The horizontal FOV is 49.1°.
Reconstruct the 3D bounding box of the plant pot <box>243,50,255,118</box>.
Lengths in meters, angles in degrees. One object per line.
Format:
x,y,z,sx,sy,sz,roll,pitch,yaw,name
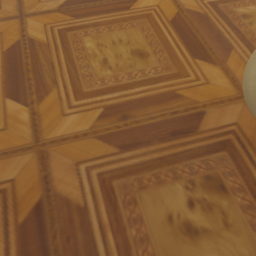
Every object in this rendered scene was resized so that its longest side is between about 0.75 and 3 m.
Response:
3.371,-0.844,4.624,2.179,2.327,2.179,1,95,6,plant pot
